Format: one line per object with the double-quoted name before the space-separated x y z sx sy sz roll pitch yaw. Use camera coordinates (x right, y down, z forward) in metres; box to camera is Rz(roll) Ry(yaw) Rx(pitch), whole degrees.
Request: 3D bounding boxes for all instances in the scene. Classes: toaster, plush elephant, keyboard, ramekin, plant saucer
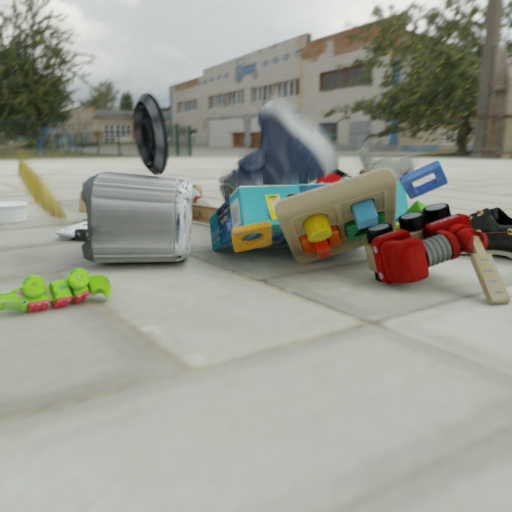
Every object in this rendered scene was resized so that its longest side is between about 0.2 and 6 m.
"toaster" -2.085 -0.703 10.167 1.811 1.593 2.804 1 9 -5
"plush elephant" 2.501 -1.603 12.197 2.002 1.550 1.649 40 33 29
"keyboard" -3.348 -0.875 14.003 1.234 0.234 4.384 2 13 9
"ramekin" -6.426 -1.112 14.476 0.983 0.479 0.983 0 13 0
"plant saucer" -3.811 -1.115 9.865 0.229 0.946 0.946 -35 -16 -8

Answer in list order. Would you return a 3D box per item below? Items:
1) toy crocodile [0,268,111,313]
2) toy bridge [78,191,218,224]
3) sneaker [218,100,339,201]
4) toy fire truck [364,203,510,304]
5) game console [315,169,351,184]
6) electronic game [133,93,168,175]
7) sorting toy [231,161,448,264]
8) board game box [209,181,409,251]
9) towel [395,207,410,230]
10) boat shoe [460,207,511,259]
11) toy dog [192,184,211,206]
"toy crocodile" -2.685 0.514 7.498 1.485 0.459 0.501 -10 -24 -34
"toy bridge" -2.291 -1.148 13.881 4.334 0.590 1.457 8 7 21
"sneaker" 0.083 -2.183 12.556 2.386 1.256 3.302 -35 35 1
"toy fire truck" 2.716 0.060 8.280 1.610 1.177 1.829 -18 16 -12
"game console" 2.470 -1.874 16.235 1.637 0.972 1.411 29 -3 -1
"electronic game" -1.869 -2.158 9.985 0.298 1.432 1.432 -13 17 -26
"sorting toy" 1.367 -0.460 9.021 3.564 0.485 2.007 -17 -27 7
"board game box" 0.878 -0.723 10.485 3.076 0.722 2.322 -4 -7 -18
"towel" 3.604 -0.948 14.347 1.440 0.302 3.346 12 16 26
"boat shoe" 4.479 -0.464 10.632 3.112 0.975 1.138 8 17 38
"toy dog" -1.764 -1.390 15.580 1.126 0.823 1.708 1 27 -8
